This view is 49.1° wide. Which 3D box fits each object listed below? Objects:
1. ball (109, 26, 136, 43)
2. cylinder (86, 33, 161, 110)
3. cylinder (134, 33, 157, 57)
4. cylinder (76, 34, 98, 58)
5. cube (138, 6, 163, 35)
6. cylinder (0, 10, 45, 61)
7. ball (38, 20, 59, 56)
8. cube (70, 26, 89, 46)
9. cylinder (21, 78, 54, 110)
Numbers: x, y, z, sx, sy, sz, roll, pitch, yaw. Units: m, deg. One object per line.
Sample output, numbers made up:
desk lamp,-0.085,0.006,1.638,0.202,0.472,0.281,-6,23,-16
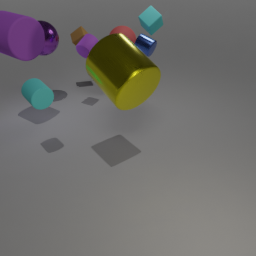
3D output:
ball,-0.284,-4.290,13.768,1.400,1.400,1.400,0,30,0
cylinder,-0.128,-1.404,7.080,1.400,1.400,1.400,-23,61,-34
cylinder,0.706,-3.363,11.367,0.700,0.700,0.700,32,38,12
cylinder,-1.608,-3.270,11.196,0.700,0.700,0.700,18,62,28
cube,0.959,-4.458,11.643,0.700,0.700,0.700,-41,73,2
cylinder,-3.773,-3.079,9.341,1.400,1.400,1.400,23,37,29
ball,-3.592,-3.730,11.660,1.400,1.400,1.400,0,30,0
cube,-2.254,-4.310,13.515,0.700,0.700,0.700,-31,55,17
cylinder,-2.640,-0.998,8.181,0.700,0.700,0.700,-23,46,-34
